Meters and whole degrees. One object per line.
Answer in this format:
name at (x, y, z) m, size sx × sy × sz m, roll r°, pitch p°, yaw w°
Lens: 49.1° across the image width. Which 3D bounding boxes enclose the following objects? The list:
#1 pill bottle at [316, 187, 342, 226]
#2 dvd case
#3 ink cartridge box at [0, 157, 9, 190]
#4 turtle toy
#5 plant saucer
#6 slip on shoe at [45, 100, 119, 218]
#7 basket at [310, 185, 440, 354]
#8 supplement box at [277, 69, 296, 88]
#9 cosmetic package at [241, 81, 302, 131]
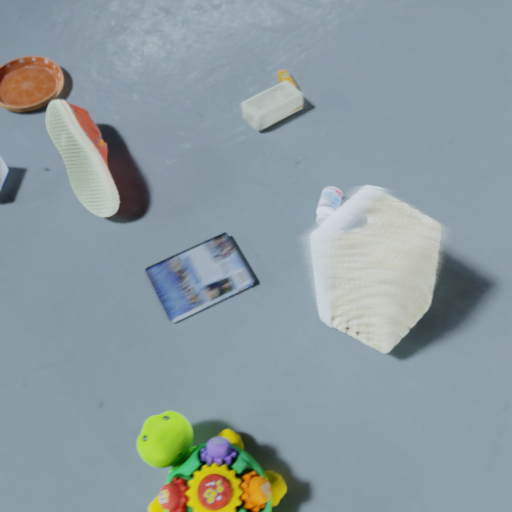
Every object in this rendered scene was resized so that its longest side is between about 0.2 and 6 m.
pill bottle at (1.455, -0.984, 11.284) m, size 0.417 × 0.417 × 0.767 m, roll 15°, pitch 63°, yaw 8°
dvd case at (-1.073, 0.385, 10.642) m, size 1.748 × 0.153 × 1.247 m, roll -25°, pitch 63°, yaw -12°
ink cartridge box at (-5.951, -1.630, 11.568) m, size 1.268 × 0.544 × 0.928 m, roll 6°, pitch 60°, yaw 4°
turtle toy at (-0.791, 3.372, 8.342) m, size 2.469 × 1.248 × 1.799 m, roll 40°, pitch 68°, yaw 20°
plant saucer at (-5.342, -3.986, 13.063) m, size 1.686 × 0.272 × 1.686 m, roll 0°, pitch 60°, yaw -1°
slip on shoe at (-3.429, -2.055, 11.568) m, size 0.905 × 1.095 × 2.957 m, roll -6°, pitch 55°, yaw -44°
basket at (1.990, 0.295, 9.282) m, size 1.582 × 2.333 × 1.439 m, roll -41°, pitch 52°, yaw -23°
supplement box at (0.713, -4.102, 13.162) m, size 0.205 × 0.212 × 0.617 m, roll -21°, pitch 60°, yaw -14°
cosmetic package at (0.364, -3.372, 12.575) m, size 1.255 × 0.446 × 0.660 m, roll -29°, pitch 57°, yaw -16°
